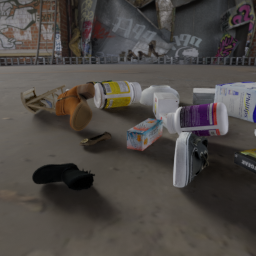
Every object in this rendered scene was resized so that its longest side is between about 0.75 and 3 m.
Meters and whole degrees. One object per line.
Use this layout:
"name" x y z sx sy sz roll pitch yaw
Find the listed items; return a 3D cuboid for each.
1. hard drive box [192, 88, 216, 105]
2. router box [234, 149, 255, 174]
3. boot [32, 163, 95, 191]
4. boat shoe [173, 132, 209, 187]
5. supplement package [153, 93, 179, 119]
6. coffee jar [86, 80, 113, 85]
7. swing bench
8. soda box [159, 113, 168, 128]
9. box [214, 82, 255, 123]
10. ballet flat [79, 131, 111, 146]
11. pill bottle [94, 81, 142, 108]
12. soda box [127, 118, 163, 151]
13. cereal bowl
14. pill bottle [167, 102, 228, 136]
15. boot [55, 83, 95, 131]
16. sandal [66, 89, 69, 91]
"hard drive box" 4.429 -1.817 16.049 1.406 0.693 1.805 4 17 13
"router box" 3.634 0.922 7.414 0.987 0.328 1.256 -7 18 -23
"boot" -1.458 1.161 6.450 1.213 0.449 0.994 -6 16 -36
"boat shoe" 1.653 0.681 7.169 0.813 0.985 2.871 5 15 14
"supplement package" 1.710 -1.030 12.893 0.934 0.970 1.705 1 16 -1
"coffee jar" -1.845 -2.615 18.323 1.835 0.957 0.783 -12 18 -32
"swing bench" -4.122 -1.433 14.040 1.831 1.188 1.821 -5 17 3
"soda box" 1.630 -0.308 11.493 0.416 0.389 1.221 -3 17 -11
"box" 5.837 -1.288 13.032 2.433 1.388 2.645 -10 20 -27
"ballet flat" -1.075 0.356 9.399 1.283 0.297 0.432 -14 22 -40
"pill bottle" -0.546 -1.794 14.860 2.339 1.337 1.337 -8 18 -24
"soda box" 0.597 0.178 9.432 0.570 0.613 1.793 8 18 25
"cereal bowl" 1.804 -1.914 15.969 2.296 0.956 2.296 -1 16 0
"pill bottle" 2.356 -0.245 9.585 1.929 1.085 1.085 -5 13 27
"boot" -2.398 -0.780 11.560 1.824 2.350 0.901 -12 -33 30
"sandal" -3.016 -1.525 15.145 0.602 0.997 2.450 -45 27 -5
